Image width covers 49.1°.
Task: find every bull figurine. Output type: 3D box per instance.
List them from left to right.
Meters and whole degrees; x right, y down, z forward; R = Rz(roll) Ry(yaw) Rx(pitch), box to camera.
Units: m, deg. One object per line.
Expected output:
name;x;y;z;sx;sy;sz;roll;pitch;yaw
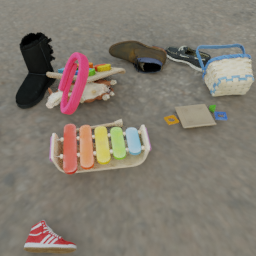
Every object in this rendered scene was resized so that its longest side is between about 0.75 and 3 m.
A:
bull figurine;-1.627;-1.255;9.957;2.555;0.832;1.551;-17;16;-24

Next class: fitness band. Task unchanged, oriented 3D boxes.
fitness band;-1.645;-1.303;8.252;0.345;1.842;1.323;10;24;-31

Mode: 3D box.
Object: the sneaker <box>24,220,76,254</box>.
sneaker;-1.781;2.564;6.620;1.219;0.434;0.685;1;48;4

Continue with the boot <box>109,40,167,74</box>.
boot;0.386;-3.020;11.942;2.565;0.958;1.243;5;42;3

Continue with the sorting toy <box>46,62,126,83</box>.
sorting toy;-1.575;-2.170;10.639;2.128;0.419;2.299;14;26;37

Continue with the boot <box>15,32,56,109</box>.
boot;-3.519;-2.186;10.325;0.912;2.020;2.465;13;47;13

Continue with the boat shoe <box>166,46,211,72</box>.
boat shoe;2.632;-3.258;12.359;2.284;0.689;0.864;28;51;26

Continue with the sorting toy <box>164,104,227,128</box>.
sorting toy;2.297;-0.370;9.724;2.176;0.296;1.225;-6;41;-7

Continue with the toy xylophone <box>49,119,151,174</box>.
toy xylophone;-0.880;0.433;8.558;2.984;0.750;2.185;-11;45;-12

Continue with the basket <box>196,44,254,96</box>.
basket;3.685;-2.314;10.688;1.896;1.496;2.151;-3;68;-1
